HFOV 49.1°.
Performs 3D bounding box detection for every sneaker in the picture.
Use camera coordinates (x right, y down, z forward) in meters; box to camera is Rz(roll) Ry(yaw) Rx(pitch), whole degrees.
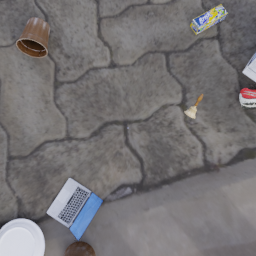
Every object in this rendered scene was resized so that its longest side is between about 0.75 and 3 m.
[{"bbox_3d":[5.586,-1.333,11.133,2.240,0.863,0.951,-1,72,-1],"label":"sneaker"}]

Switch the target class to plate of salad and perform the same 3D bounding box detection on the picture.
[{"bbox_3d":[-3.864,4.269,9.969,1.984,0.476,1.984,-3,70,8],"label":"plate of salad"}]

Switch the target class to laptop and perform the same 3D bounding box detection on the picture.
[{"bbox_3d":[-1.944,2.837,10.057,1.657,0.960,1.551,31,78,7],"label":"laptop"}]

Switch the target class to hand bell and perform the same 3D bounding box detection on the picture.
[{"bbox_3d":[2.116,-0.717,8.682,0.399,0.399,0.765,32,112,7],"label":"hand bell"}]

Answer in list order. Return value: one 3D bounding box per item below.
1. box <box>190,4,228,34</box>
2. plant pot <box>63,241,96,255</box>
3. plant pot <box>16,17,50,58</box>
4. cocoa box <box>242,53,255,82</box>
[{"bbox_3d":[3.481,-4.682,12.096,1.517,0.488,0.531,-29,79,-7],"label":"box"},{"bbox_3d":[-1.750,4.572,9.481,1.186,1.268,1.186,0,77,0],"label":"plant pot"},{"bbox_3d":[-3.806,-3.775,11.573,1.245,1.245,1.233,8,69,2],"label":"plant pot"},{"bbox_3d":[5.843,-2.789,10.767,1.548,1.523,2.322,38,60,8],"label":"cocoa box"}]
